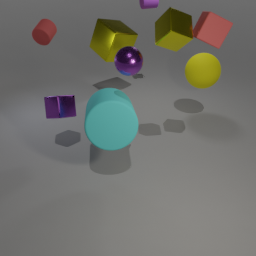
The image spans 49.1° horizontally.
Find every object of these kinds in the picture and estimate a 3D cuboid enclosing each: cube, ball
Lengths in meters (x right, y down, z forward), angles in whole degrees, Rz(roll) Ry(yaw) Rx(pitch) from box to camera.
[{"bbox_3d":[-2.173,-0.682,9.004,0.700,0.700,0.700,1,8,38],"label":"cube"},{"bbox_3d":[-0.668,-3.980,12.775,1.400,1.400,1.400,-15,51,-43],"label":"cube"},{"bbox_3d":[0.021,-1.606,6.738,0.700,0.700,0.700,0,31,0],"label":"ball"},{"bbox_3d":[1.164,-2.501,7.175,0.700,0.700,0.700,9,-18,-27],"label":"cube"},{"bbox_3d":[2.208,-2.622,7.458,0.700,0.700,0.700,22,22,-11],"label":"cube"},{"bbox_3d":[2.984,-2.278,11.189,1.400,1.400,1.400,0,31,0],"label":"ball"}]

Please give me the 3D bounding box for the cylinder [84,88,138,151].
[{"bbox_3d":[-0.490,-0.283,7.827,1.400,1.400,1.400,-3,22,-5],"label":"cylinder"}]

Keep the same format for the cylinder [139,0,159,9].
[{"bbox_3d":[0.922,-5.653,12.360,0.700,0.700,0.700,-10,32,-11],"label":"cylinder"}]

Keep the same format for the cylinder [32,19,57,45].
[{"bbox_3d":[-3.073,-3.529,10.307,0.700,0.700,0.700,7,51,11],"label":"cylinder"}]
